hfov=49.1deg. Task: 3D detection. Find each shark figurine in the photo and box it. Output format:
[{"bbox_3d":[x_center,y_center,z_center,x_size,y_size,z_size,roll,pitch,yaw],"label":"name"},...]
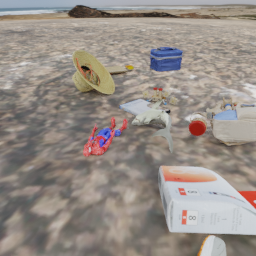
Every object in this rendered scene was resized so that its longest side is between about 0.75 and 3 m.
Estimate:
[{"bbox_3d":[1.085,-0.110,8.720,1.273,0.889,2.131,-41,28,-5],"label":"shark figurine"}]

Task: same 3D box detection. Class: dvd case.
[{"bbox_3d":[0.617,-0.720,10.539,1.164,0.143,1.632,-22,34,-37],"label":"dvd case"}]

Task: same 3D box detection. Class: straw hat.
[{"bbox_3d":[-1.819,-2.165,12.291,1.078,2.547,2.547,-37,14,25],"label":"straw hat"}]

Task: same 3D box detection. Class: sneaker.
[{"bbox_3d":[1.232,2.417,3.703,0.941,0.775,2.046,16,37,14],"label":"sneaker"}]

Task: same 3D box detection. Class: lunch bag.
[{"bbox_3d":[2.088,-3.980,15.874,1.862,1.232,1.265,-10,28,-20],"label":"lunch bag"}]

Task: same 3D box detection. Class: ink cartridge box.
[{"bbox_3d":[1.955,1.250,5.280,2.623,0.658,2.128,-2,6,2],"label":"ink cartridge box"}]

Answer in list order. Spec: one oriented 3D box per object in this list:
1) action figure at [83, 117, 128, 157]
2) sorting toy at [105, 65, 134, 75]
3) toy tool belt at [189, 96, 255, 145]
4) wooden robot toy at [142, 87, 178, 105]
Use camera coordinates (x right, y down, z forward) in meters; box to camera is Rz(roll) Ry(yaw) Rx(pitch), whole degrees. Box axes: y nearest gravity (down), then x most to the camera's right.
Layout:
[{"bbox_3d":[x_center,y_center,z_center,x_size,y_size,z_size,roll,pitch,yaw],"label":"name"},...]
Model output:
[{"bbox_3d":[-0.711,0.242,8.234,0.704,0.556,2.153,13,32,19],"label":"action figure"},{"bbox_3d":[-0.570,-3.194,15.458,1.950,0.261,1.453,-9,23,-17],"label":"sorting toy"},{"bbox_3d":[2.898,-0.223,8.155,2.106,1.315,1.294,0,27,19],"label":"toy tool belt"},{"bbox_3d":[1.339,-1.324,11.331,1.429,0.630,0.648,11,18,20],"label":"wooden robot toy"}]
